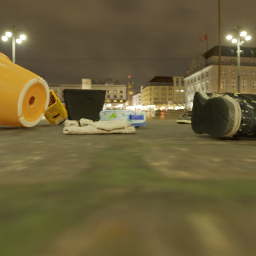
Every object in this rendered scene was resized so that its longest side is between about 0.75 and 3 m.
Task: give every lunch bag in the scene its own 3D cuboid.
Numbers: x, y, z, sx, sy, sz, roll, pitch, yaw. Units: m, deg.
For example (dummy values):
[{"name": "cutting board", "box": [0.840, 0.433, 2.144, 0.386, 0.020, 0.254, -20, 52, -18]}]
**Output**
[{"name": "lunch bag", "box": [-0.135, -0.291, 8.920, 1.128, 0.579, 1.403, 0, 1, 35]}]

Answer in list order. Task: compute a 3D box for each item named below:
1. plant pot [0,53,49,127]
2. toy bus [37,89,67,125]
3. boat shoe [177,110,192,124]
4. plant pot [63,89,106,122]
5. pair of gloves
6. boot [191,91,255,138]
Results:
[{"name": "plant pot", "box": [-3.617, -0.997, 8.192, 2.148, 2.346, 2.346, 15, 6, 14]}, {"name": "toy bus", "box": [-3.356, -0.707, 12.803, 2.133, 2.013, 1.102, -3, 47, -43]}, {"name": "boat shoe", "box": [3.290, -0.594, 15.021, 0.788, 0.725, 2.207, 2, 3, 41]}, {"name": "plant pot", "box": [-1.816, -0.812, 11.499, 1.618, 1.439, 1.622, 0, 3, -14]}, {"name": "pair of gloves", "box": [-0.683, -0.053, 6.302, 1.503, 0.310, 1.768, 0, 3, -12]}, {"name": "boot", "box": [2.012, -0.209, 4.762, 1.607, 0.768, 2.128, 2, 8, -1]}]
